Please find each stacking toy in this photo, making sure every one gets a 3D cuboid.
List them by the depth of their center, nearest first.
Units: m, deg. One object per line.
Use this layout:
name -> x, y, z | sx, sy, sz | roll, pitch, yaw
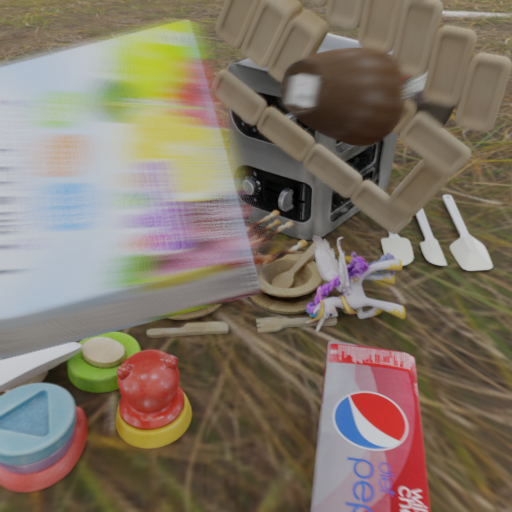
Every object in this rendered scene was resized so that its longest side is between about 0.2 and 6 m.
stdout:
stacking toy -> -2.103, 1.449, 6.576 | 2.279, 0.962, 2.063 | -17, 37, -24

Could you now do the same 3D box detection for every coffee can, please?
coffee can -> 2.322, -2.527, 8.790 | 0.955, 0.955, 1.305 | -26, 47, -34

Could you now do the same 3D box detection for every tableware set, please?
tableware set -> -0.296, 0.365, 8.580 | 2.871, 0.575, 1.898 | -3, 33, -5

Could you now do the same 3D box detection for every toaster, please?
toaster -> 1.160, -2.299, 10.491 | 1.996, 3.041, 3.363 | 27, 42, 32

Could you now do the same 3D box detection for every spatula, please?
spatula -> 3.144, -0.479, 10.290 | 1.779, 0.206, 2.559 | -2, 32, 6

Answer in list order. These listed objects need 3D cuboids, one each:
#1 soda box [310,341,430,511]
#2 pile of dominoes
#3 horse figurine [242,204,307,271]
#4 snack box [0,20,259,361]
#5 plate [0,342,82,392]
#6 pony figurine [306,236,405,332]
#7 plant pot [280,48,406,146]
soda box -> 1.008, 2.258, 5.196 | 0.997, 1.100, 3.143 | 6, 34, 9
pile of dominoes -> 1.272, -2.435, 7.538 | 3.875, 3.021, 0.617 | 38, 50, 2
horse figurine -> -0.147, -0.194, 9.065 | 1.505, 0.567, 2.271 | -28, 23, -4
snack box -> -1.672, -0.537, 4.947 | 2.921, 0.989, 2.464 | -16, 67, 0
plate -> -3.116, 1.337, 7.108 | 1.332, 0.216, 1.335 | 8, 21, 37
pony figurine -> 1.360, 0.367, 8.030 | 1.409, 1.360, 1.174 | -5, 5, -8
plant pot -> 0.693, -1.438, 4.962 | 0.902, 0.902, 0.965 | 28, 26, 36
